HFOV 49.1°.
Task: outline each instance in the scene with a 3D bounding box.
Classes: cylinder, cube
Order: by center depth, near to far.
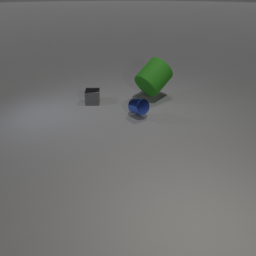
[{"bbox_3d":[0.477,-0.959,12.423,0.700,0.700,0.700,-18,19,-31],"label":"cylinder"},{"bbox_3d":[1.277,-2.544,13.970,1.400,1.400,1.400,28,71,41],"label":"cylinder"},{"bbox_3d":[-1.773,-1.574,14.014,0.700,0.700,0.700,0,28,0],"label":"cube"}]
